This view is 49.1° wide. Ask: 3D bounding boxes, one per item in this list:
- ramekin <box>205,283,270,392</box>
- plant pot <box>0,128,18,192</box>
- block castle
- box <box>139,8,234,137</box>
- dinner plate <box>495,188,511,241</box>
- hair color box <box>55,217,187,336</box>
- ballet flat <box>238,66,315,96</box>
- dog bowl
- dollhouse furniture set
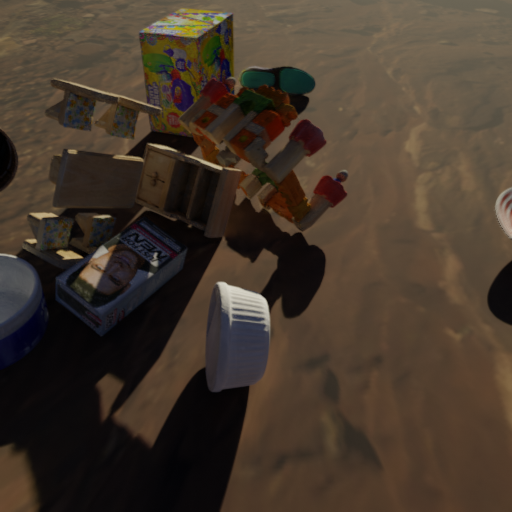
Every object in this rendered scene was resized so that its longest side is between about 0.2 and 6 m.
[{"bbox_3d":[-0.244,1.013,7.005,0.626,1.345,1.345,4,37,-12],"label":"ramekin"},{"bbox_3d":[-5.552,-2.131,10.983,1.568,1.568,1.552,-15,32,-18],"label":"plant pot"},{"bbox_3d":[0.151,-1.947,10.033,1.390,1.979,2.962,-47,52,-10],"label":"block castle"},{"bbox_3d":[-1.509,-4.267,13.004,1.375,2.253,2.170,12,39,15],"label":"box"},{"bbox_3d":[5.143,-0.375,9.378,2.366,0.287,2.366,5,45,-5],"label":"dinner plate"},{"bbox_3d":[-1.969,0.252,8.357,0.906,0.555,1.829,35,48,13],"label":"hair color box"},{"bbox_3d":[0.522,-4.652,14.750,2.047,0.736,0.736,1,37,-12],"label":"ballet flat"},{"bbox_3d":[-3.859,0.788,7.721,1.815,0.715,1.815,0,37,0],"label":"dog bowl"},{"bbox_3d":[-1.819,-1.086,8.832,1.807,2.551,2.777,23,15,27],"label":"dollhouse furniture set"}]
